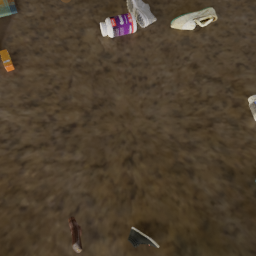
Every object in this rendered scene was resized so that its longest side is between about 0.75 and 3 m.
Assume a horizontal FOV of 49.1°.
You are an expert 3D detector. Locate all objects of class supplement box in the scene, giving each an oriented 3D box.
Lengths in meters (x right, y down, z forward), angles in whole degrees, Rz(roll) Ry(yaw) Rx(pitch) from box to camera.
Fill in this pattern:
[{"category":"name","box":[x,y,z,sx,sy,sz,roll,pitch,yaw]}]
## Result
[{"category":"supplement box","box":[-4.319,-2.417,9.989,0.278,0.268,0.807,-24,67,-12]}]

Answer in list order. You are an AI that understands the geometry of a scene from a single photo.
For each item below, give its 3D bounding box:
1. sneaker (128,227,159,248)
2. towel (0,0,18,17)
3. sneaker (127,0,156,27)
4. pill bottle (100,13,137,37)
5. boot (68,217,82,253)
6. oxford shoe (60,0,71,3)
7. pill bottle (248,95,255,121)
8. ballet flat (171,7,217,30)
[{"category":"sneaker","box":[0.374,3.004,7.335,0.857,0.303,0.425,26,69,18]},{"category":"towel","box":[-5.363,-4.819,11.227,1.667,0.181,1.222,-18,65,-10]},{"category":"sneaker","box":[0.494,-4.671,10.980,0.694,0.633,1.694,-22,76,-20]},{"category":"pill bottle","box":[-0.359,-3.803,10.419,1.270,0.714,0.714,-16,65,-8]},{"category":"boot","box":[-1.077,2.386,5.971,0.245,0.711,0.763,-22,38,-9]},{"category":"oxford shoe","box":[-1.698,-4.454,8.099,0.758,2.086,0.880,-26,71,-29]},{"category":"pill bottle","box":[4.188,-0.655,9.027,0.441,0.441,0.775,-9,65,-4]},{"category":"ballet flat","box":[2.558,-4.075,10.622,1.901,0.641,0.593,-23,76,-11]}]
